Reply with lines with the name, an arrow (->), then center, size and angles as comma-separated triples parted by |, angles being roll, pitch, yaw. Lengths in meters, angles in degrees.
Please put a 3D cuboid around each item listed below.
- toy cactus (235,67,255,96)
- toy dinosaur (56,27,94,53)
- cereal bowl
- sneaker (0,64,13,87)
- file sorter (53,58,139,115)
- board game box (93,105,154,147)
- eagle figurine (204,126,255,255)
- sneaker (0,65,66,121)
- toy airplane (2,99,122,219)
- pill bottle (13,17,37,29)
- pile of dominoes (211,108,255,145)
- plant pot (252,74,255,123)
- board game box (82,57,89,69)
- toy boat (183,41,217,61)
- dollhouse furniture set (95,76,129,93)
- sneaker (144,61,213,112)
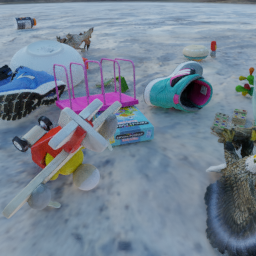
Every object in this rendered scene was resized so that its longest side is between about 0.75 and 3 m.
toy cactus -> 4.656, -1.349, 9.451 | 1.848, 0.945, 1.525 | 0, 37, -18
toy dinosaur -> -2.959, -4.392, 14.712 | 2.603, 1.117, 1.764 | -14, 18, 8
cereal bowl -> -3.061, -2.515, 10.574 | 2.805, 1.168, 2.805 | 1, 39, -1
sneaker -> -3.769, -1.495, 9.253 | 2.037, 1.133, 0.782 | 2, 28, 3
file sorter -> -0.942, -1.266, 7.938 | 2.042, 1.280, 1.419 | -13, 21, -26
board game box -> -0.182, -0.149, 7.535 | 1.245, 0.387, 1.649 | -9, 28, -16
eagle figurine -> 2.175, 0.998, 4.747 | 1.832, 1.822, 2.415 | -30, 52, 31
sneaker -> -3.108, -1.098, 8.174 | 1.222, 1.077, 2.741 | 39, 29, 9
toy airplane -> -1.016, 0.463, 5.192 | 2.331, 1.645, 2.321 | -33, 16, 7
pill bottle -> -7.874, -8.080, 21.515 | 1.578, 0.838, 0.838 | -19, 34, -32
pile of dominoes -> 2.963, -0.117, 7.681 | 1.223, 0.250, 1.569 | 12, 30, 20
plant pot -> 4.008, -0.197, 6.303 | 2.547, 1.707, 2.547 | 1, 31, 0
board game box -> -3.154, -2.741, 12.217 | 2.274, 0.458, 1.740 | -26, 38, -38
toy boat -> 3.662, -3.694, 13.771 | 1.739, 0.808, 1.462 | -19, 29, -17
dollhouse furniture set -> -0.560, -1.576, 10.390 | 1.279, 0.494, 0.639 | 1, 30, 44
sneaker -> 2.024, -1.373, 8.932 | 1.707, 1.182, 2.826 | 21, 43, 41
